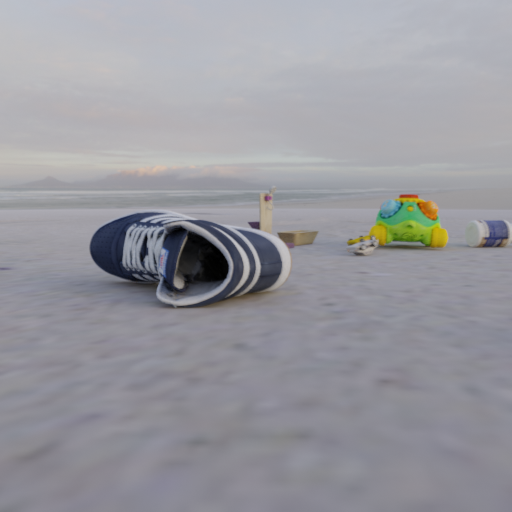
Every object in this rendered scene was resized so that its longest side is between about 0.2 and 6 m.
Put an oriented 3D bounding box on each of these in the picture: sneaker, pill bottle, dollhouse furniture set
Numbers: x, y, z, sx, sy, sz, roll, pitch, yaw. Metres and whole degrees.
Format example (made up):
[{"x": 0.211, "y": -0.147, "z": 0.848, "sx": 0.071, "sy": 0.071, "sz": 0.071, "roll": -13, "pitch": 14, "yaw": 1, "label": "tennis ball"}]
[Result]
[{"x": -0.988, "y": -0.023, "z": 5.699, "sx": 2.440, "sy": 0.855, "sz": 1.324, "roll": 6, "pitch": 6, "yaw": 24, "label": "sneaker"}, {"x": 4.728, "y": -0.438, "z": 11.146, "sx": 0.972, "sy": 0.540, "sz": 0.540, "roll": -1, "pitch": 6, "yaw": -9, "label": "pill bottle"}, {"x": 0.416, "y": -0.821, "z": 11.571, "sx": 1.348, "sy": 1.208, "sz": 1.702, "roll": 5, "pitch": 7, "yaw": 37, "label": "dollhouse furniture set"}]

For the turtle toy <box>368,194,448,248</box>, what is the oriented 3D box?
[{"x": 2.990, "y": -0.709, "z": 11.154, "sx": 1.453, "sy": 1.008, "sz": 1.994, "roll": 3, "pitch": 4, "yaw": 10, "label": "turtle toy"}]

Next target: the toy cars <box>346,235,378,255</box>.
[{"x": 1.878, "y": -0.155, "z": 9.857, "sx": 0.549, "sy": 0.271, "sz": 1.224, "roll": -9, "pitch": 8, "yaw": 12, "label": "toy cars"}]
